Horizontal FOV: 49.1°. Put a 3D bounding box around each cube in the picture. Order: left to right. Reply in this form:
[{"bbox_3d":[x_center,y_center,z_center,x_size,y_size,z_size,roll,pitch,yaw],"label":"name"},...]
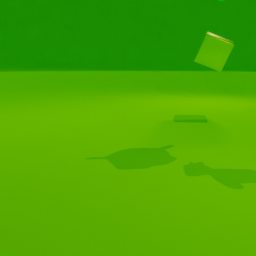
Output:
[{"bbox_3d":[2.689,-2.402,8.771,0.894,0.894,0.894,25,26,8],"label":"cube"}]
